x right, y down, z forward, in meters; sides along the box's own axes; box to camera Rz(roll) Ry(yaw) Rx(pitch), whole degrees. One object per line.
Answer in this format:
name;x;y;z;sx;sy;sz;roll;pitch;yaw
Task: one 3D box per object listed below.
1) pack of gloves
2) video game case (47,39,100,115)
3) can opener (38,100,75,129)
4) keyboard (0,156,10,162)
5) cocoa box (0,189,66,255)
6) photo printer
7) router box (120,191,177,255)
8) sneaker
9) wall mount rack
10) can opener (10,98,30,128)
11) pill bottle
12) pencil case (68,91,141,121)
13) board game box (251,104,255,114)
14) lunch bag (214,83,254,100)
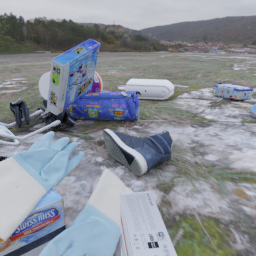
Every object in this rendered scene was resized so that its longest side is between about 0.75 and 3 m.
pack of gloves;-1.113;1.252;4.692;2.292;0.538;2.728;42;24;1
video game case;-1.846;-1.773;9.633;0.499;1.992;2.198;30;42;10
can opener;-2.998;-0.515;10.762;0.880;1.092;2.777;-50;34;-12
keyboard;-3.706;0.890;7.174;1.623;0.322;0.845;1;19;-1
cocoa box;-1.796;1.522;4.381;1.393;0.914;0.929;-16;25;-38
photo printer;1.205;-2.093;14.968;2.480;0.861;2.063;3;18;7
router box;0.212;1.734;2.900;0.405;1.487;1.657;-3;20;-8
sneaker;0.315;0.424;7.609;1.447;0.761;2.003;-23;38;-27
wall mount rack;-3.875;-0.234;9.397;2.506;1.075;2.884;16;6;-40
can opener;-3.956;-0.548;10.461;0.666;0.826;2.101;-29;30;-15
pill bottle;-2.508;-1.851;12.497;1.660;1.660;2.952;9;12;25
pencil case;-0.941;-0.909;11.008;2.875;1.249;1.122;1;53;5
board game box;6.207;-0.459;10.882;2.608;0.508;2.060;-4;23;5
lunch bag;5.599;-1.970;14.938;1.473;0.694;1.838;-9;22;-30
